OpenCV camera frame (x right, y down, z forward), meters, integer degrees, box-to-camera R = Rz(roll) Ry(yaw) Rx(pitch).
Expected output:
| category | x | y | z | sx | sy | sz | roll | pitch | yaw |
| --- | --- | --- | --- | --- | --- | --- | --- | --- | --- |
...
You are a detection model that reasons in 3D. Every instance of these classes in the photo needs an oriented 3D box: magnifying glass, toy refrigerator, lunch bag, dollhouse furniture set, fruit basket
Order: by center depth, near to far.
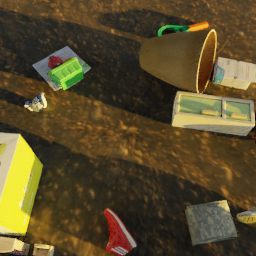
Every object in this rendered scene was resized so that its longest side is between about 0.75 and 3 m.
| category | x | y | z | sx | sy | sz | roll | pitch | yaw |
| --- | --- | --- | --- | --- | --- | --- | --- | --- | --- |
| dollhouse furniture set | -3.364 | 4.266 | 7.883 | 1.926 | 1.331 | 2.040 | 5 | 62 | 3 |
| lunch bag | 2.631 | 2.984 | 8.880 | 1.398 | 0.822 | 1.147 | -10 | 62 | 0 |
| toy refrigerator | 3.209 | -0.576 | 10.714 | 2.881 | 1.008 | 1.094 | 9 | 61 | 4 |
| fruit basket | -2.840 | -2.564 | 12.000 | 1.828 | 0.925 | 1.974 | -36 | 55 | -18 |
| magnifying glass | 2.627 | -4.657 | 13.403 | 2.538 | 0.284 | 1.010 | -18 | 63 | -8 |

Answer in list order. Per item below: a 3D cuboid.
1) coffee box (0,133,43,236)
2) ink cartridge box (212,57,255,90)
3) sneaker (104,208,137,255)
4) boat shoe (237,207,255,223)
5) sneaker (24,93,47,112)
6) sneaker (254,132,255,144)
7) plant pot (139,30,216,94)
| category | x | y | z | sx | sy | sz | roll | pitch | yaw |
| --- | --- | --- | --- | --- | --- | --- | --- | --- | --- |
| coffee box | -4.378 | 1.737 | 8.569 | 2.503 | 2.531 | 2.527 | 5 | 61 | 3 |
| ink cartridge box | 4.594 | -2.276 | 11.869 | 1.794 | 0.609 | 1.041 | 13 | 62 | 7 |
| sneaker | -0.489 | 3.332 | 8.832 | 0.867 | 0.588 | 1.501 | -35 | 65 | -19 |
| boat shoe | 4.136 | 2.840 | 9.225 | 1.157 | 0.433 | 0.396 | -3 | 41 | 1 |
| sneaker | -3.612 | -0.961 | 10.884 | 0.797 | 1.088 | 0.438 | -17 | 81 | -19 |
| sneaker | 5.431 | -0.025 | 10.531 | 0.992 | 0.823 | 2.076 | 19 | 63 | 8 |
| plant pot | 1.922 | -2.833 | 11.381 | 2.667 | 2.485 | 2.485 | 17 | 62 | 25 |
